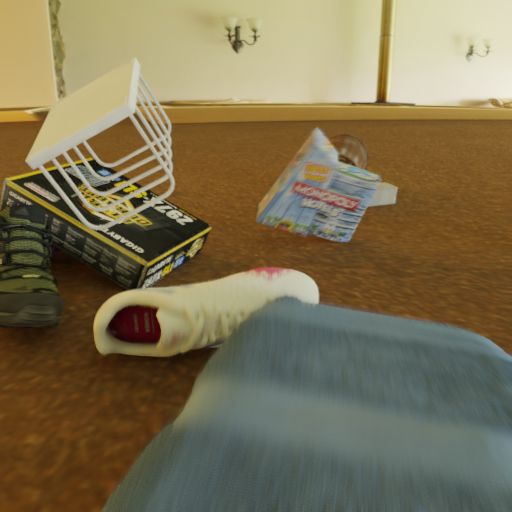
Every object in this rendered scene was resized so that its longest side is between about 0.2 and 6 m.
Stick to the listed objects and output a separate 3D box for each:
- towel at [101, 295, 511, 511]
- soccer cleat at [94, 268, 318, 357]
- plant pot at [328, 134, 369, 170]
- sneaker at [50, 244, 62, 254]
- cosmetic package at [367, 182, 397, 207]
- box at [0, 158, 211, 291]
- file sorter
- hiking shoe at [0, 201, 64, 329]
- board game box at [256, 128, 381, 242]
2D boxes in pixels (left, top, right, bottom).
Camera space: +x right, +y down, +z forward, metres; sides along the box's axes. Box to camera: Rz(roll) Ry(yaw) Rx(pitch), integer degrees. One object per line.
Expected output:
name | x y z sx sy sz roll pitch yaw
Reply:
towel | 0.625 1.745 3.566 2.829 1.230 5.067 9 17 13
soccer cleat | -0.586 0.791 6.818 2.817 0.984 1.216 -9 7 0
plant pot | 2.439 -2.604 16.086 1.470 1.470 1.455 5 27 14
sneaker | -3.541 -0.656 10.751 1.184 1.144 2.838 5 20 14
cosmetic package | 2.979 -1.572 14.375 1.114 0.503 0.595 -6 23 -24
box | -2.552 -0.652 9.915 2.872 0.709 2.293 30 25 11
file sorter | -2.364 -1.863 9.229 1.728 1.550 2.490 -26 34 8
hiking shoe | -3.425 0.038 7.879 1.133 1.506 2.991 6 11 -37
board game box | 1.265 -1.292 10.688 2.027 2.025 0.625 16 39 -7
